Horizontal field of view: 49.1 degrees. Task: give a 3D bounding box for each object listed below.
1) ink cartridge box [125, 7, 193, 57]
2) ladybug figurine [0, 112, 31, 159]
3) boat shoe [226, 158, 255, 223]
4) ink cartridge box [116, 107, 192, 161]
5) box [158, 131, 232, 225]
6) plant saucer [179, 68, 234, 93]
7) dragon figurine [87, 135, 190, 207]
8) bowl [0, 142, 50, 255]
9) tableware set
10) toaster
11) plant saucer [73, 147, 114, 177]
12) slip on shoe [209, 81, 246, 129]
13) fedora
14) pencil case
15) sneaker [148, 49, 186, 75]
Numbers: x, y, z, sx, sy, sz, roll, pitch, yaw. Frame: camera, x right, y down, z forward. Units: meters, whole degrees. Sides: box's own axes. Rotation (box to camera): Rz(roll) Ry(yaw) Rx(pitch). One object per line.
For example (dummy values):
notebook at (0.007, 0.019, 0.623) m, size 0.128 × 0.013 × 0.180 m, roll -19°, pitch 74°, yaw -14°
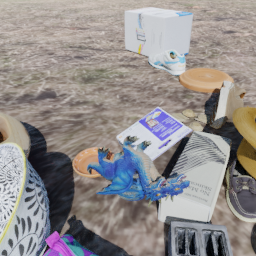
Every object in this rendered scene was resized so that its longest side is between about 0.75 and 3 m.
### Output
ink cartridge box at (1.488, -4.932, 14.456) m, size 2.089 × 2.053 × 2.838 m, roll -24°, pitch 38°, yaw -34°
ladybug figurine at (-3.220, 0.539, 6.197) m, size 2.011 × 1.066 × 2.963 m, roll -8°, pitch 29°, yaw -26°
boat shoe at (2.344, 1.184, 5.746) m, size 0.582 × 0.524 × 1.618 m, roll 6°, pitch 31°, yaw 10°
ink cartridge box at (0.641, 0.231, 7.040) m, size 1.455 × 0.319 × 1.469 m, roll -35°, pitch 39°, yaw -10°
box at (1.463, 1.000, 5.799) m, size 0.950 × 0.791 × 2.313 m, roll 13°, pitch 33°, yaw 21°
plant saucer at (3.130, -1.983, 11.230) m, size 2.121 × 0.342 × 2.121 m, roll -1°, pitch 31°, yaw 0°
dragon figurine at (-0.107, 0.942, 5.211) m, size 2.512 × 0.739 × 1.249 m, roll -22°, pitch 60°, yaw 35°
bowl at (-1.942, 1.533, 4.167) m, size 2.445 × 1.147 × 2.445 m, roll -26°, pitch 42°, yaw 26°
tableware set at (1.948, -0.270, 8.522) m, size 1.033 × 0.143 × 1.237 m, roll 30°, pitch 37°, yaw 31°
toaster at (1.079, 1.976, 4.348) m, size 0.931 × 0.611 × 1.029 m, roll 3°, pitch 31°, yaw 6°
plant saucer at (-0.792, 0.828, 6.612) m, size 0.997 × 0.187 × 0.997 m, roll -4°, pitch 34°, yaw 2°
slip on shoe at (3.120, -0.718, 8.587) m, size 0.824 × 1.034 × 2.720 m, roll 21°, pitch 28°, yaw 14°
fedora at (3.209, 0.574, 5.930) m, size 2.615 × 1.067 × 2.615 m, roll 17°, pitch 32°, yaw -11°
pencil case at (-0.309, 2.185, 3.716) m, size 1.959 × 0.905 × 0.834 m, roll 17°, pitch 35°, yaw 28°
sneaker at (1.755, -3.090, 12.539) m, size 0.844 × 0.891 × 2.207 m, roll -22°, pitch 36°, yaw -29°
